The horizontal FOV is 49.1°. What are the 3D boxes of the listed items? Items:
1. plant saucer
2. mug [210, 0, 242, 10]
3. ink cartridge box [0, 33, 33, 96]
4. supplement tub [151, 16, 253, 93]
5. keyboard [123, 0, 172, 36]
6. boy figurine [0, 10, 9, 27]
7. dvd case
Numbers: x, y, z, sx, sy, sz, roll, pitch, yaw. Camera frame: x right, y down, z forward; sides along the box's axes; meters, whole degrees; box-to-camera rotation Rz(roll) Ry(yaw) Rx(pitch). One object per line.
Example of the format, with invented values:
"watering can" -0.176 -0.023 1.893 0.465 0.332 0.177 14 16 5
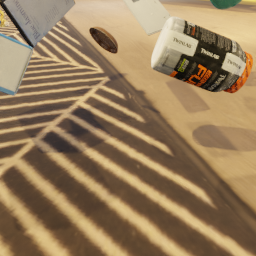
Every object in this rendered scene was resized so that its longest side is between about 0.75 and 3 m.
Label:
"plant saucer" -0.567 -2.190 6.901 0.878 0.878 0.151 29 79 38
"mug" 2.764 -4.287 8.123 0.887 1.179 1.434 27 36 -44
"ink cartridge box" -3.195 -1.616 6.138 1.825 1.053 2.516 20 5 -24
"supplement tub" 1.423 -1.363 5.487 1.756 1.076 1.076 19 31 -8
"keyboard" 0.257 -3.337 7.171 0.759 0.144 2.695 -26 61 -3
"boy figurine" -2.855 -2.355 6.026 0.621 0.322 0.999 18 21 -17
"dvd case" -2.570 -3.705 8.275 0.194 1.579 2.213 22 66 30
